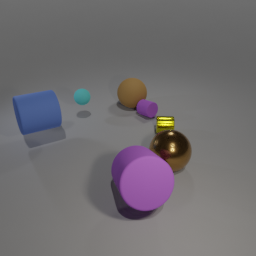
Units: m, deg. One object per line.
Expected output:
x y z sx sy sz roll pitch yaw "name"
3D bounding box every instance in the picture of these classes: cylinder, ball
0.340 1.274 7.461 1.400 1.400 1.400 -7 9 -11 "cylinder"
1.390 0.750 9.241 1.400 1.400 1.400 0 31 0 "ball"
0.193 -1.649 13.167 1.400 1.400 1.400 0 31 0 "ball"
-3.301 -0.580 10.191 1.400 1.400 1.400 -15 34 -26 "cylinder"
0.863 -0.879 12.558 0.700 0.700 0.700 -23 29 -33 "cylinder"
-1.944 -1.318 11.883 0.700 0.700 0.700 0 31 0 "ball"
1.504 -0.134 11.385 0.700 0.700 0.700 1 31 3 "cylinder"
